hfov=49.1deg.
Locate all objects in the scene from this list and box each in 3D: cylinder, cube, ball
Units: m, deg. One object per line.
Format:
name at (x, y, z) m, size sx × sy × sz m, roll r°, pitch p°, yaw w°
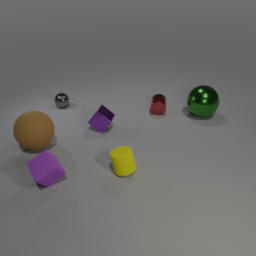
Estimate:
cylinder at (-0.156, 1.028, 8.811) m, size 0.700 × 0.700 × 0.700 m, roll -13°, pitch 23°, yaw 6°
cube at (-2.406, 1.197, 8.271) m, size 0.700 × 0.700 × 0.700 m, roll -37°, pitch 63°, yaw -4°
ball at (-3.104, -1.299, 13.158) m, size 0.700 × 0.700 × 0.700 m, roll 0°, pitch 29°, yaw 0°
ball at (3.260, -1.161, 12.204) m, size 1.400 × 1.400 × 1.400 m, roll 0°, pitch 29°, yaw 0°
ball at (-3.326, 0.075, 9.950) m, size 1.400 × 1.400 × 1.400 m, roll 0°, pitch 29°, yaw 0°
cube at (-1.056, -0.376, 11.253) m, size 0.700 × 0.700 × 0.700 m, roll 38°, pitch 30°, yaw -10°
cylinder at (1.377, -1.067, 12.610) m, size 0.700 × 0.700 × 0.700 m, roll 4°, pitch 39°, yaw 6°
